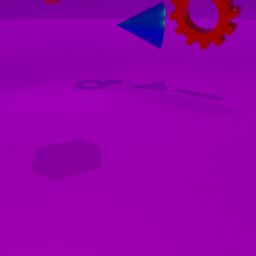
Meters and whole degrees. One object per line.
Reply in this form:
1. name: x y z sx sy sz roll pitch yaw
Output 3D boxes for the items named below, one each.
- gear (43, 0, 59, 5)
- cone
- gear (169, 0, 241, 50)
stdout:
1. gear: -2.183 -4.670 8.830 1.599 1.599 0.296 18 -9 36
2. cone: 0.379 -3.559 9.711 1.555 1.550 1.550 0 23 -3
3. gear: 2.230 -3.400 8.309 2.071 2.071 0.383 17 47 34
